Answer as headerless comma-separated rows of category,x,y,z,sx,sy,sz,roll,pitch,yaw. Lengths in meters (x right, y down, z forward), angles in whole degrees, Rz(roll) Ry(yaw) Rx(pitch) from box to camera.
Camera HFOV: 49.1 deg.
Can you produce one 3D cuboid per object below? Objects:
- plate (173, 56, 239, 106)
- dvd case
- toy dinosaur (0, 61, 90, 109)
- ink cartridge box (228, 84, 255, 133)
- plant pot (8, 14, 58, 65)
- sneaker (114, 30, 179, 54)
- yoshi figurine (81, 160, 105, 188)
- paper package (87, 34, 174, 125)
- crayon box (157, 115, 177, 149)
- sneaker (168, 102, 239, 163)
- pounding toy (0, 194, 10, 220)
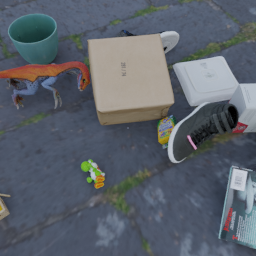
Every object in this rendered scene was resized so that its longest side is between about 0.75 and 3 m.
plate,2.974,-1.859,10.352,2.127,0.344,2.131,-11,57,-6
dvd case,3.875,2.218,7.138,2.706,0.298,1.975,11,75,14
toy dinosaur,-2.734,-1.589,9.154,2.708,2.985,1.567,-21,70,23
ink cartridge box,4.340,-0.591,8.719,2.163,1.576,0.896,-1,61,-2
plant pot,-3.429,-3.222,10.639,1.714,1.375,1.714,0,56,0
sneaker,0.525,-3.469,11.019,2.755,1.007,1.541,-27,61,-16
yoshi figurine,-1.069,1.287,8.135,0.539,0.537,0.959,-40,45,0
paper package,0.048,-1.594,9.193,2.473,1.342,2.595,-7,72,-5
crayon box,1.259,0.119,8.899,0.599,0.246,0.953,-24,50,31
sneaker,2.214,0.044,8.001,2.566,0.907,1.273,-43,23,-29
pounding toy,-3.643,2.046,7.697,0.776,0.404,0.883,-33,63,-20
